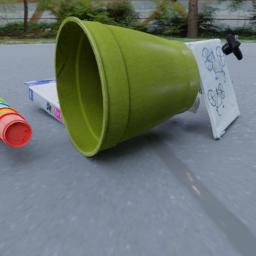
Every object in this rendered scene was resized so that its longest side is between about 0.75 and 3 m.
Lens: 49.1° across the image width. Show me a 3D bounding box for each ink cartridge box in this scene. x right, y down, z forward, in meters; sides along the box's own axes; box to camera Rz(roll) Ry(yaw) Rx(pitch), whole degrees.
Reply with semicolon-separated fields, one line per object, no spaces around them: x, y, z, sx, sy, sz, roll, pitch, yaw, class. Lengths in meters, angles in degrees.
-2.156;-0.986;9.233;1.536;0.540;2.574;-19;40;-42;ink cartridge box

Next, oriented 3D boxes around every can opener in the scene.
2.847;-2.151;7.542;0.496;0.400;1.262;-28;-18;29;can opener

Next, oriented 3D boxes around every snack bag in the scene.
2.475;-1.217;7.868;0.276;2.579;2.432;-13;9;37;snack bag

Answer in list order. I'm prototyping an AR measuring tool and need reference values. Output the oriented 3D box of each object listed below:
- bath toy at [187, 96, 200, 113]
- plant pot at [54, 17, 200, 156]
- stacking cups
1.276;-0.685;8.382;1.885;0.820;0.697;-2;-28;34;bath toy
0.057;-1.046;6.648;2.794;2.902;2.902;-11;24;-29;plant pot
-3.076;-0.199;6.691;0.887;0.887;2.933;-13;19;-30;stacking cups
